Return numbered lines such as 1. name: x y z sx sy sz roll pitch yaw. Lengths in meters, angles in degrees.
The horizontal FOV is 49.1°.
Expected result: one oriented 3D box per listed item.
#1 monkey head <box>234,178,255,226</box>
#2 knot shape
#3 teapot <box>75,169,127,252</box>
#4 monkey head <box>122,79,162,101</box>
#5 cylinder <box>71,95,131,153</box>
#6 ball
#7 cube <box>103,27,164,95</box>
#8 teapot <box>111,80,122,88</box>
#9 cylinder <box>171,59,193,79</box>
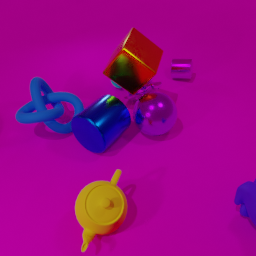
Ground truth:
1. monkey head: 3.103 1.529 6.028 1.397 1.942 1.170 -46 29 -21
2. knot shape: -2.264 -0.593 8.581 1.872 0.924 2.000 23 42 -15
3. teapot: -0.574 1.744 6.066 1.166 0.918 1.876 27 64 -1
4. monkey head: 0.457 -1.631 9.630 1.955 1.178 1.406 -21 1 -36
5. cylinder: -0.768 -0.128 8.121 1.271 1.271 1.271 24 47 25
6. ball: 0.806 -0.424 8.407 1.333 1.333 1.333 0 41 0
7. cube: 0.163 -1.977 8.403 1.192 1.192 1.192 34 49 -16
8. teapot: -0.276 -1.804 10.440 1.241 0.772 0.608 33 48 -8
9. cylinder: 2.110 -2.314 10.943 0.766 0.766 0.766 5 41 18
